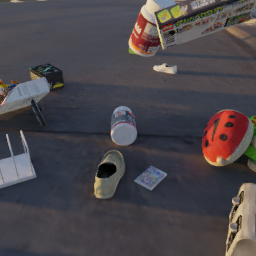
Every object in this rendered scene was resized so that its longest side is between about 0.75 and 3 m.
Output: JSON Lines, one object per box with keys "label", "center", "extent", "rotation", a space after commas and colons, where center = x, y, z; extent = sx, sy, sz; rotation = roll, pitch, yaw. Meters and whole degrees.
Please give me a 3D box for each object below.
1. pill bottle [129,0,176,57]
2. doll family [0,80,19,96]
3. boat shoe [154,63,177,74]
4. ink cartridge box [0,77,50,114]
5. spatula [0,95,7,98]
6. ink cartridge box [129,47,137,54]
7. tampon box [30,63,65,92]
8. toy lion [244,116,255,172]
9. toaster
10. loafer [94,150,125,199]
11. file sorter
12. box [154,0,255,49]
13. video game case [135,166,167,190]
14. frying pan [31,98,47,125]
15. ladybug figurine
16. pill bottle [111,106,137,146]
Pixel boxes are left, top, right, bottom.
{"label": "pill bottle", "center": [0.970, -4.152, 11.359], "extent": [1.287, 2.254, 1.287], "rotation": [12, 50, -14]}
{"label": "doll family", "center": [-5.043, -1.671, 11.904], "extent": [1.733, 0.781, 1.075], "rotation": [-6, 30, -15]}
{"label": "boat shoe", "center": [1.993, -3.227, 14.888], "extent": [1.315, 0.430, 0.484], "rotation": [14, 34, 22]}
{"label": "ink cartridge box", "center": [-4.312, -0.987, 10.074], "extent": [2.536, 0.724, 2.061], "rotation": [-19, 2, -34]}
{"label": "spatula", "center": [-5.316, -1.343, 12.019], "extent": [1.728, 0.178, 0.488], "rotation": [16, 36, 24]}
{"label": "ink cartridge box", "center": [0.760, -4.937, 17.782], "extent": [1.253, 0.372, 0.650], "rotation": [14, 34, 22]}
{"label": "tampon box", "center": [-3.744, -2.310, 12.946], "extent": [1.024, 0.863, 1.366], "rotation": [-23, 38, -33]}
{"label": "toy lion", "center": [4.726, 0.219, 8.878], "extent": [2.897, 0.995, 2.777], "rotation": [-4, 24, -6]}
{"label": "toaster", "center": [2.881, 2.097, 5.472], "extent": [1.772, 1.051, 1.602], "rotation": [13, 34, 19]}
{"label": "loafer", "center": [-0.464, 1.106, 7.535], "extent": [0.675, 0.609, 1.784], "rotation": [4, 31, 6]}
{"label": "file sorter", "center": [-3.504, 0.871, 7.544], "extent": [1.637, 1.019, 1.136], "rotation": [-15, 34, -23]}
{"label": "box", "center": [2.379, -3.447, 8.650], "extent": [2.958, 0.514, 1.628], "rotation": [-16, -12, 9]}
{"label": "video game case", "center": [0.627, 1.354, 7.652], "extent": [0.555, 0.070, 0.775], "rotation": [22, 37, 32]}
{"label": "frying pan", "center": [-3.298, -0.708, 10.132], "extent": [0.290, 1.078, 1.783], "rotation": [-26, 38, -14]}
{"label": "ladybug figurine", "center": [2.837, 0.187, 8.260], "extent": [1.540, 0.816, 2.269], "rotation": [-29, 20, 37]}
{"label": "pill bottle", "center": [-0.156, -0.121, 9.361], "extent": [0.827, 0.827, 1.427], "rotation": [-2, 31, -3]}
